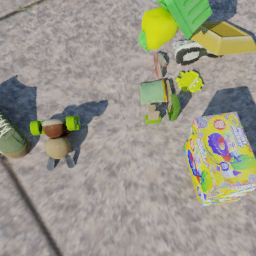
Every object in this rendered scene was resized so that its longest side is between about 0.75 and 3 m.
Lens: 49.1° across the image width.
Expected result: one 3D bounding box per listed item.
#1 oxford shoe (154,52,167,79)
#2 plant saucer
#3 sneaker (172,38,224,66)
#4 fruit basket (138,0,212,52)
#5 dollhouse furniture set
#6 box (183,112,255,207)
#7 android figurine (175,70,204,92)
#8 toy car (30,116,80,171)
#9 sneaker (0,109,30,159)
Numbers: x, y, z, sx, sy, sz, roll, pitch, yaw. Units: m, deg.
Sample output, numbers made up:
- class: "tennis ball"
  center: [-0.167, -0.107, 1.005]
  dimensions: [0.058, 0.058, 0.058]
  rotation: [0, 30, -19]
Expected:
- class: "oxford shoe"
  center: [1.236, -2.351, 10.444]
  dimensions: [0.459, 0.440, 1.243]
  rotation: [0, 62, -3]
- class: "plant saucer"
  center: [3.425, -3.432, 10.357]
  dimensions: [2.112, 0.512, 2.112]
  rotation: [-12, 44, -26]
- class: "sneaker"
  center: [2.853, -3.290, 10.714]
  dimensions: [2.594, 0.998, 1.150]
  rotation: [-14, 55, -10]
- class: "fruit basket"
  center: [1.027, -3.135, 7.488]
  dimensions: [2.222, 2.222, 1.603]
  rotation: [-17, 71, -9]
- class: "dollhouse furniture set"
  center: [1.001, -1.115, 9.523]
  dimensions: [1.123, 0.861, 1.715]
  rotation: [-7, 62, -4]
- class: "box"
  center: [2.502, 0.930, 7.813]
  dimensions: [1.213, 1.916, 1.989]
  rotation: [-8, 61, -5]
- class: "android figurine"
  center: [2.254, -1.685, 10.213]
  dimensions: [1.033, 0.212, 0.940]
  rotation: [32, 66, 18]
- class: "toy car"
  center: [-2.153, 0.499, 8.734]
  dimensions: [1.321, 1.268, 1.608]
  rotation: [-7, 91, 0]
- class: "sneaker"
  center: [-4.335, -0.237, 8.801]
  dimensions: [2.874, 1.290, 0.964]
  rotation: [40, 69, 19]
